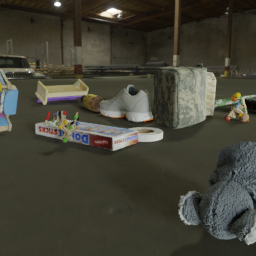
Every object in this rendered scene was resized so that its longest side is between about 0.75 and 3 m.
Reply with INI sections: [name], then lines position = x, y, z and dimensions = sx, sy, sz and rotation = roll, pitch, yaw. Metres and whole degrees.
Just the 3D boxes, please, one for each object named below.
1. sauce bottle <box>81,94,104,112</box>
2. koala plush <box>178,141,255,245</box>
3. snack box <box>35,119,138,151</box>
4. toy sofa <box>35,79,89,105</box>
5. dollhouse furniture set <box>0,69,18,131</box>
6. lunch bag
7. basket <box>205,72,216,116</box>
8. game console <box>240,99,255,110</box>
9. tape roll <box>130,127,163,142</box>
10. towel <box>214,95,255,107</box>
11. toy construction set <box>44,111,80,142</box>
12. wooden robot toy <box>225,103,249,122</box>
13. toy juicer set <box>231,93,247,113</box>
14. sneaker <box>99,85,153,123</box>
[sauce bottle]
position = -1.634, -1.152, 12.397
dimensions = 0.688, 0.688, 2.084
rotation = -6, 11, -24
[koala plush]
position = 1.132, 0.768, 3.042
dimensions = 0.982, 1.017, 1.107
rotation = 11, 28, 43
[snack box]
position = -1.132, 0.109, 7.194
dimensions = 2.752, 0.335, 0.989
rotation = 9, 13, 36
[toy sofa]
position = -3.453, -1.758, 14.767
dimensions = 2.563, 1.251, 1.062
rotation = -10, 41, -40
[dollhouse furniture set]
position = -3.741, -0.862, 7.345
dimensions = 1.090, 1.671, 1.578
rotation = -10, 49, -38
[lunch bag]
position = 1.762, -1.002, 8.815
dimensions = 1.610, 1.920, 1.338
rotation = -11, 19, -28
[basket]
position = 2.211, -1.369, 11.066
dimensions = 2.422, 1.642, 1.494
rotation = 1, 14, 6
[game console]
position = 5.878, -0.910, 11.806
dimensions = 2.640, 0.318, 1.557
rotation = -6, 22, -45
[tape roll]
position = 0.427, 0.159, 7.380
dimensions = 0.989, 0.181, 0.989
rotation = -1, 12, 0
[towel]
position = 4.675, -1.193, 12.332
dimensions = 1.836, 0.215, 1.400
rotation = -7, -3, 6
[toy construction set]
position = -1.554, -0.026, 6.495
dimensions = 0.793, 0.609, 0.661
rotation = 10, -25, 5
[wooden robot toy]
position = 3.803, -0.401, 9.609
dimensions = 0.678, 0.659, 1.495
rotation = 41, 25, 13
[toy juicer set]
position = 4.473, -0.971, 11.040
dimensions = 0.365, 0.853, 1.341
rotation = -9, 12, -1
[sneaker]
position = -0.103, -0.976, 10.185
dimensions = 1.003, 1.219, 2.650
rotation = -10, 16, -42
